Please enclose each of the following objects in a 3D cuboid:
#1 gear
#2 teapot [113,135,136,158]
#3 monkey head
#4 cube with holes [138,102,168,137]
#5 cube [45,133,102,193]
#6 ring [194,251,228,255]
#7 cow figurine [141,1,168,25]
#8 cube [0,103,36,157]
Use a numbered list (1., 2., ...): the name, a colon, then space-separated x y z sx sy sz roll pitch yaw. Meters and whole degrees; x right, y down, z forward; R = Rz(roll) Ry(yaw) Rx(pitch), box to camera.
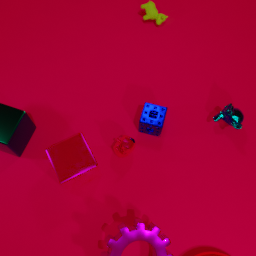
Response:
1. gear: 0.222 3.155 6.845 1.738 0.321 1.738 0 89 -13
2. teapot: -0.138 0.504 8.158 0.703 1.131 0.554 -44 105 2
3. monkey head: 3.083 -0.300 8.532 0.820 1.140 0.687 -36 103 21
4. cube with holes: 0.761 -0.247 8.616 0.713 0.713 0.713 14 66 7
5. cube: -1.485 0.987 7.832 1.086 1.086 1.086 -26 68 -11
6. ring: 2.115 4.102 6.757 2.059 0.412 2.059 0 66 1
7. cow figurine: 0.995 -4.291 10.438 0.887 0.902 0.495 -5 24 24
8. cube: -3.583 0.046 8.266 1.103 1.103 1.103 18 67 8
